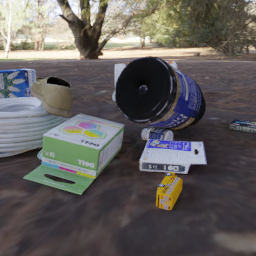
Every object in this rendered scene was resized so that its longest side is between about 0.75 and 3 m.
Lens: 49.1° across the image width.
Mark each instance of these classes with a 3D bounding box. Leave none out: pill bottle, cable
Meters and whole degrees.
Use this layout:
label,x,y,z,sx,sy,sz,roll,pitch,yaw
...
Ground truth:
label,x,y,z,sx,sy,sz,roll,pitch,yaw
pill bottle,0.753,0.220,7.306,0.760,0.422,0.422,10,20,33
pill bottle,1.090,-0.792,7.709,1.639,1.639,2.931,12,1,34
pill bottle,0.860,-2.453,13.970,2.997,1.711,1.711,0,17,0
cable,-3.088,-0.185,7.594,2.938,1.017,2.939,-10,19,-30

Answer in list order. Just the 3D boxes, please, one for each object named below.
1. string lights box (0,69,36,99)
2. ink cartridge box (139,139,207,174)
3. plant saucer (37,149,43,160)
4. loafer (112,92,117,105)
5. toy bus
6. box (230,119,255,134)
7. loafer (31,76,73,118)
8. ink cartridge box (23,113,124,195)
label,x,y,z,sx,sy,sz,roll,pitch,yaw
string lights box,-5.497,-1.901,12.677,0.793,1.382,2.689,12,20,34
ink cartridge box,1.018,0.607,6.238,1.346,0.292,1.333,2,17,12
plant saucer,-1.697,0.539,6.697,0.923,0.178,0.923,0,16,0
loafer,-0.269,-1.267,11.517,0.743,0.741,2.124,41,3,7
toy bus,0.713,1.051,4.806,0.333,0.277,0.850,7,18,23
box,3.635,-0.055,8.617,0.845,0.194,0.672,11,20,32
loafer,-1.772,-0.897,6.811,0.816,0.724,2.146,17,14,-38
ink cartridge box,-1.004,0.406,5.957,1.218,0.695,2.345,14,20,12
